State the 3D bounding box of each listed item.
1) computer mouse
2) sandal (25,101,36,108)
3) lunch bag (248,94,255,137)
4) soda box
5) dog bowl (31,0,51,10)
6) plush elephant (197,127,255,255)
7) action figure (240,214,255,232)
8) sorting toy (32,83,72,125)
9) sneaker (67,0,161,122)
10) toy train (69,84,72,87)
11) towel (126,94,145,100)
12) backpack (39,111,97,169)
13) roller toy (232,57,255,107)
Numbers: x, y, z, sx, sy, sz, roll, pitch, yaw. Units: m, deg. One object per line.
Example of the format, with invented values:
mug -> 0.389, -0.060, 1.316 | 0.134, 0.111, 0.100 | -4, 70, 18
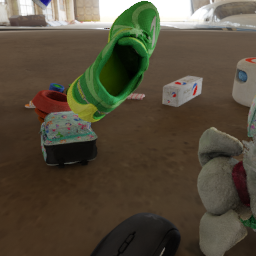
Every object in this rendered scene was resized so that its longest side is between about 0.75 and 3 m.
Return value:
computer mouse -> 0.161, 1.940, 3.683 | 1.752, 0.574, 2.496 | 20, 31, 40
sandal -> -3.402, -0.958, 10.645 | 0.990, 0.284, 0.379 | -4, 24, -10
lunch bag -> 4.049, -0.517, 8.270 | 0.845, 1.385, 1.180 | 10, 25, 23
soda box -> 2.247, -1.537, 11.393 | 0.691, 0.739, 2.171 | 17, 30, 34
dog bowl -> -3.266, -4.678, 9.398 | 1.458, 0.574, 1.458 | 39, 9, -7
plush elephant -> 2.106, 0.980, 4.381 | 2.776, 2.286, 2.149 | 25, -26, -22
action figure -> 2.521, 1.654, 4.629 | 1.256, 0.343, 0.742 | 6, 25, 30
sorting toy -> -2.049, -0.629, 9.235 | 1.660, 1.134, 2.763 | 31, 23, 25
sneaker -> 0.049, -1.338, 5.220 | 1.238, 1.097, 2.963 | -12, 44, 51
toy train -> -2.464, -1.822, 12.732 | 0.294, 0.218, 1.042 | -20, 29, -18
towel -> 0.278, -1.300, 11.671 | 0.756, 0.113, 0.553 | 4, 24, 16
backpack -> -1.539, 0.189, 7.099 | 1.359, 1.153, 1.531 | -7, 19, -17
roller toy -> 5.365, -1.831, 10.768 | 2.549, 1.782, 2.326 | 21, 31, 39
